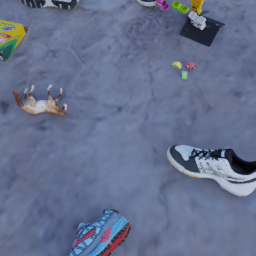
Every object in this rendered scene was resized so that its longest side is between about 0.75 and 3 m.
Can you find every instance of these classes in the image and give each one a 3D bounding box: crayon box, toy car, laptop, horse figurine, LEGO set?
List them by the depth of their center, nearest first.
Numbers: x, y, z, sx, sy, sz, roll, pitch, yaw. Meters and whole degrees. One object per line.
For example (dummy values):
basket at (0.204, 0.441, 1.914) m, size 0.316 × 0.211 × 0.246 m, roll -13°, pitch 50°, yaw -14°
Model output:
horse figurine at (-2.545, -0.774, 8.140) m, size 1.599 × 0.399 × 1.059 m, roll 0°, pitch 64°, yaw -9°
toy car at (1.804, -1.861, 8.967) m, size 0.779 × 0.174 × 0.733 m, roll 3°, pitch 58°, yaw 2°
crayon box at (-4.309, -3.131, 9.602) m, size 1.095 × 0.438 × 1.726 m, roll 13°, pitch 59°, yaw 8°
LEGO set at (2.088, -4.333, 10.025) m, size 2.347 × 0.963 × 0.895 m, roll 43°, pitch 97°, yaw 27°
laptop at (2.697, -3.566, 10.092) m, size 1.180 × 0.731 × 1.261 m, roll 29°, pitch 91°, yaw 17°

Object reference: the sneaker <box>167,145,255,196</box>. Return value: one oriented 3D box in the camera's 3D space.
sneaker at (2.085, 0.764, 6.786) m, size 2.238 × 0.981 × 0.847 m, roll 20°, pitch 44°, yaw 9°

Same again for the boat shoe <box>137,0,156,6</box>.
boat shoe at (0.594, -5.556, 10.978) m, size 0.787 × 0.656 × 2.109 m, roll -11°, pitch 60°, yaw -9°

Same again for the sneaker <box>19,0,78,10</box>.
sneaker at (-3.106, -5.302, 10.681) m, size 2.776 × 1.085 × 1.253 m, roll 13°, pitch 53°, yaw 0°

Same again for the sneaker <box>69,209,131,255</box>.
sneaker at (-0.854, 2.523, 6.055) m, size 1.890 × 0.749 × 0.903 m, roll -35°, pitch 51°, yaw -27°
